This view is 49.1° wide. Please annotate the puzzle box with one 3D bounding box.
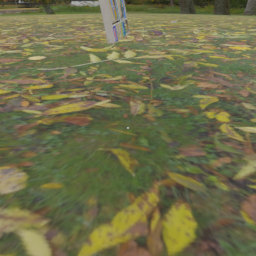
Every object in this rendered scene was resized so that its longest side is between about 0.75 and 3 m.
[{"bbox_3d":[-0.490,-4.072,9.163,0.288,2.268,1.509,0,29,22],"label":"puzzle box"}]
